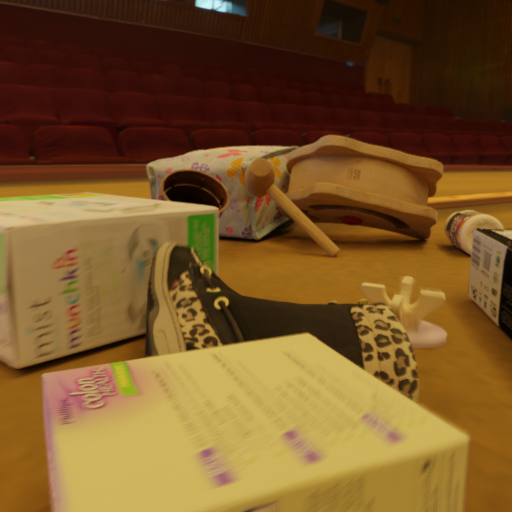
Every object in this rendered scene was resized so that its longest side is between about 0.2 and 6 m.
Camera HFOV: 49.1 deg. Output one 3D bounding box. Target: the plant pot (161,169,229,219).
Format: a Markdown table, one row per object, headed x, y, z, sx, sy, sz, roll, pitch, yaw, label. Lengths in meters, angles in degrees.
| x | y | z | sx | sy | sz | roll | pitch | yaw | label |
| --- | --- | --- | --- | --- | --- | --- | --- | --- | --- |
| -0.982 | -0.582 | 8.170 | 0.982 | 0.972 | 0.982 | 12 | 44 | -12 | plant pot |

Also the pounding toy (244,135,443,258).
| x | y | z | sx | sy | sz | roll | pitch | yaw | label |
| --- | --- | --- | --- | --- | --- | --- | --- | --- | --- |
| 1.343 | -0.704 | 9.219 | 3.350 | 1.922 | 1.915 | 12 | -12 | -7 | pounding toy |

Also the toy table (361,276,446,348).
| x | y | z | sx | sy | sz | roll | pitch | yaw | label |
| --- | --- | --- | --- | --- | --- | --- | --- | --- | --- |
| 1.232 | 0.474 | 4.726 | 0.733 | 0.429 | 0.674 | 3 | 18 | 12 | toy table |

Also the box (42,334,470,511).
| x | y | z | sx | sy | sz | roll | pitch | yaw | label |
| --- | --- | --- | --- | --- | --- | --- | --- | --- | --- |
| -0.098 | 0.877 | 2.247 | 1.349 | 0.652 | 1.186 | -4 | 12 | -24 | box |

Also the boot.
| x | y | z | sx | sy | sz | roll | pitch | yaw | label |
| --- | --- | --- | --- | --- | --- | --- | --- | --- | --- |
| 0.038 | 0.485 | 3.903 | 1.568 | 0.749 | 2.076 | 0 | 21 | -9 | boot |

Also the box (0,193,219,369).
| x | y | z | sx | sy | sz | roll | pitch | yaw | label |
| --- | --- | --- | --- | --- | --- | --- | --- | --- | --- |
| -1.845 | 0.059 | 5.262 | 2.290 | 1.107 | 2.021 | 11 | 14 | 42 | box |

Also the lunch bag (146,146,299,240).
| x | y | z | sx | sy | sz | roll | pitch | yaw | label |
| --- | --- | --- | --- | --- | --- | --- | --- | --- | --- |
| -0.353 | -1.264 | 10.558 | 2.219 | 1.664 | 2.617 | 4 | 22 | 27 | lunch bag |

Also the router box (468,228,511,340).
| x | y | z | sx | sy | sz | roll | pitch | yaw | label |
| --- | --- | --- | --- | --- | --- | --- | --- | --- | --- |
| 3.201 | 0.399 | 4.219 | 2.347 | 0.803 | 3.147 | 1 | 11 | 7 | router box |

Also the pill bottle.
| x | y | z | sx | sy | sz | roll | pitch | yaw | label |
| --- | --- | --- | --- | --- | --- | --- | --- | --- | --- |
| 3.281 | -0.367 | 8.548 | 0.641 | 0.641 | 1.102 | 0 | 10 | 2 | pill bottle |
